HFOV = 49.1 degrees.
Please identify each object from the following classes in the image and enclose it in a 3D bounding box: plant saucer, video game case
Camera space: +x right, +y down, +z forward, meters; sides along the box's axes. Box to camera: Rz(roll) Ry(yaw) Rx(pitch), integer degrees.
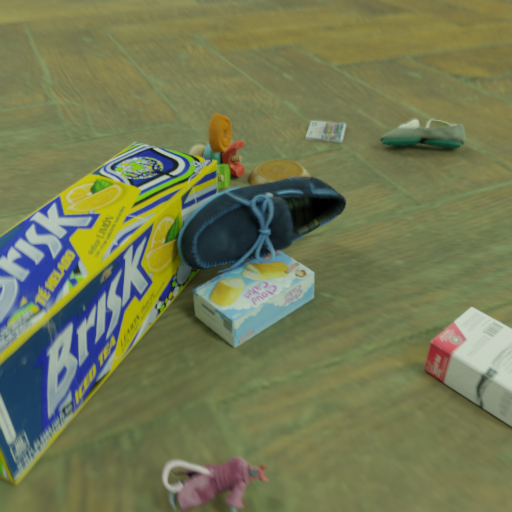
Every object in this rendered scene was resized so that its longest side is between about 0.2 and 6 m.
[{"bbox_3d":[0.465,-1.590,10.994,1.267,0.224,1.267,0,36,0],"label":"plant saucer"},{"bbox_3d":[1.594,-2.832,12.786,0.813,0.103,0.892,7,37,11],"label":"video game case"}]

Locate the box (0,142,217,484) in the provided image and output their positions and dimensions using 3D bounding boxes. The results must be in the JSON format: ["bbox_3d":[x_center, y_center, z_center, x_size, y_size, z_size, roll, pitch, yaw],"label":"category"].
[{"bbox_3d":[-2.168,0.290,7.188,1.521,1.657,4.730,15,38,18],"label":"box"}]

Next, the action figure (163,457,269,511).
[{"bbox_3d":[-0.355,2.158,5.525,0.971,0.723,0.650,-15,31,3],"label":"action figure"}]

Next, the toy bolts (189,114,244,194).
[{"bbox_3d":[-0.973,-1.973,10.665,1.096,1.510,1.580,7,20,17],"label":"toy bolts"}]

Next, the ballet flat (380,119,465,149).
[{"bbox_3d":[3.568,-2.651,12.058,1.807,0.576,0.609,3,-6,1],"label":"ballet flat"}]

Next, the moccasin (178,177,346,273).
[{"bbox_3d":[0.179,-0.581,7.990,2.780,1.119,0.948,-31,33,-33],"label":"moccasin"}]

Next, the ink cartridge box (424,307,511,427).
[{"bbox_3d":[2.874,1.328,6.722,0.954,0.556,1.318,-28,45,-33],"label":"ink cartridge box"}]

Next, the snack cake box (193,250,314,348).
[{"bbox_3d":[-0.015,0.538,7.839,1.522,0.511,0.875,-29,43,-33],"label":"snack cake box"}]
